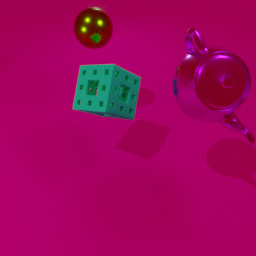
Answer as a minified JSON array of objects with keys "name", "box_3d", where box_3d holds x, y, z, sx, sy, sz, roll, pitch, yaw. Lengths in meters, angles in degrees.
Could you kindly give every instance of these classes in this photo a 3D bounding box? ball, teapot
[{"name":"ball","box_3d":[-0.774,-2.220,6.268,0.880,0.880,0.880,0,45,0]},{"name":"teapot","box_3d":[1.380,-0.632,4.361,1.221,1.964,0.962,-30,7,-5]}]

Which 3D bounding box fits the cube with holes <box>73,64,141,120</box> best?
[{"name":"cube with holes","box_3d":[-0.416,-0.705,5.654,0.891,0.891,0.891,8,-3,37]}]
